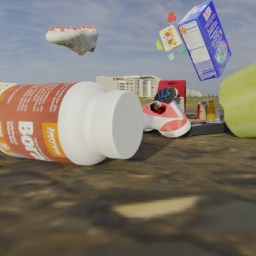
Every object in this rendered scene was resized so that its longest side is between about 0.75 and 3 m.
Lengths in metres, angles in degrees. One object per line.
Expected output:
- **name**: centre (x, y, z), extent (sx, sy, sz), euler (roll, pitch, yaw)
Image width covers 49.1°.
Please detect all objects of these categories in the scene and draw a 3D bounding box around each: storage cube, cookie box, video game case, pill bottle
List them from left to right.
- **pill bottle**: centre (-0.920, -0.081, 4.188), extent (2.148, 1.205, 1.205), euler (2, 6, 29)
- **storage cube**: centre (2.357, -1.543, 15.138), extent (1.487, 1.740, 1.564), euler (2, 43, 14)
- **video game case**: centre (1.862, -0.053, 8.884), extent (2.376, 0.303, 2.147), euler (-6, 8, -39)
- **cookie box**: centre (2.415, -2.701, 8.661), extent (0.719, 1.912, 1.636), euler (-9, 31, 40)

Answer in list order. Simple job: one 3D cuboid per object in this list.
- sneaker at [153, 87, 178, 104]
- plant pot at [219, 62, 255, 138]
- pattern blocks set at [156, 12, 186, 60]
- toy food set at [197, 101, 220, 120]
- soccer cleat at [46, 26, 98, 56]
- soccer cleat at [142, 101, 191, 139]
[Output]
- **sneaker**: centre (1.753, -1.208, 14.019), extent (0.914, 0.898, 2.372), euler (8, -32, -30)
- **plant pot**: centre (3.559, -0.778, 6.533), extent (2.520, 2.520, 2.317), euler (-5, -8, -42)
- **pattern blocks set**: centre (1.105, -2.358, 7.316), extent (0.918, 1.044, 0.085), euler (-35, -5, 41)
- **toy food set**: centre (4.055, -0.882, 14.113), extent (1.042, 0.982, 2.182), euler (3, 6, 26)
- **soccer cleat**: centre (-1.855, -3.074, 9.986), extent (0.916, 1.025, 2.643), euler (13, 23, 23)
- **soccer cleat**: centre (0.648, -0.358, 7.765), extent (0.857, 0.920, 2.513), euler (-38, 24, -23)
